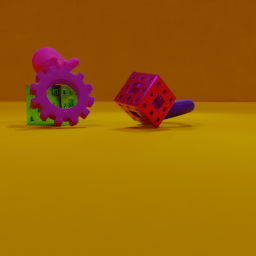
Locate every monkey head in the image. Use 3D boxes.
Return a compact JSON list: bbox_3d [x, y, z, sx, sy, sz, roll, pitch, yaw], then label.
[{"bbox_3d":[-2.298,-2.076,8.794,1.338,1.121,1.860,-38,33,-10],"label":"monkey head"}]

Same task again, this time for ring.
[{"bbox_3d":[1.162,-0.487,8.560,1.758,0.352,1.758,-13,-4,-1],"label":"ring"}]

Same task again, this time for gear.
[{"bbox_3d":[-1.789,-0.875,7.667,1.699,1.699,0.314,-3,-19,-25],"label":"gear"}]

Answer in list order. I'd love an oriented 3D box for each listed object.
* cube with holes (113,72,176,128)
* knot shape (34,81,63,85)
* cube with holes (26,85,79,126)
[{"bbox_3d":[0.458,-0.761,7.461,0.988,0.988,0.988,20,-17,48],"label":"cube with holes"},{"bbox_3d":[-2.721,-1.168,10.186,1.996,1.868,0.922,-16,-23,-7],"label":"knot shape"},{"bbox_3d":[-2.283,-0.702,8.629,1.162,1.162,1.162,2,6,15],"label":"cube with holes"}]
